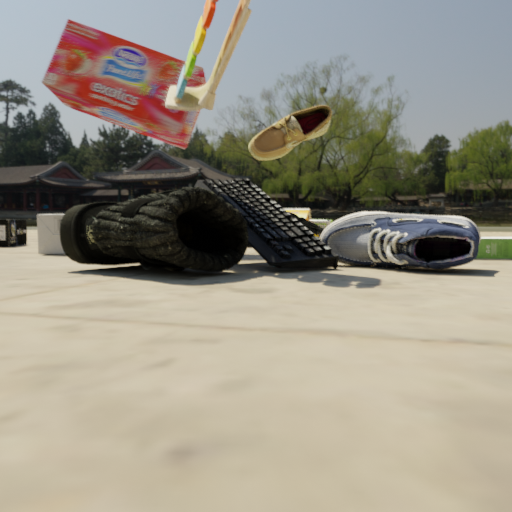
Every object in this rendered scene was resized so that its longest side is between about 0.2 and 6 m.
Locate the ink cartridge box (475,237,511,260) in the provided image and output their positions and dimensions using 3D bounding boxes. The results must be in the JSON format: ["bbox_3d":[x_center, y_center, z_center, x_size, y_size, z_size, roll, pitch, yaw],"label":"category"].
[{"bbox_3d":[3.894,-0.135,9.573,1.251,0.371,0.650,0,4,7],"label":"ink cartridge box"}]

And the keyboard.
[{"bbox_3d":[0.245,-0.552,8.205,1.498,0.320,2.494,0,31,-35],"label":"keyboard"}]

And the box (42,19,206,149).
[{"bbox_3d":[-2.532,-3.368,11.178,2.820,1.406,1.346,20,-4,0],"label":"box"}]

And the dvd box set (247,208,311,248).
[{"bbox_3d":[0.475,-0.718,13.933,1.543,0.310,2.109,1,23,13],"label":"dvd box set"}]

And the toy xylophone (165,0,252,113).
[{"bbox_3d":[-0.630,-3.082,7.902,0.610,2.427,1.777,18,25,-16],"label":"toy xylophone"}]

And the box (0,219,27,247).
[{"bbox_3d":[-6.648,-0.572,13.771,1.587,0.683,1.299,0,3,-4],"label":"box"}]

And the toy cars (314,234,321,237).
[{"bbox_3d":[1.592,-0.466,13.924,1.266,0.280,0.568,-16,-9,-9],"label":"toy cars"}]

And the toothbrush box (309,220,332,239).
[{"bbox_3d":[1.522,-0.669,15.470,1.118,0.661,1.536,0,5,11],"label":"toothbrush box"}]

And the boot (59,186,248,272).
[{"bbox_3d":[-0.902,-0.392,7.659,2.177,1.096,2.912,-4,9,35],"label":"boot"}]

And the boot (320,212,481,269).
[{"bbox_3d":[1.833,-0.197,7.498,2.187,0.796,0.988,-4,8,21],"label":"boot"}]

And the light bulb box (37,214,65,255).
[{"bbox_3d":[-3.334,-0.423,10.863,1.232,0.776,1.243,1,4,21],"label":"light bulb box"}]

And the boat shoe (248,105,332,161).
[{"bbox_3d":[0.740,-2.687,11.869,2.015,0.746,0.669,-31,-11,-20],"label":"boat shoe"}]
